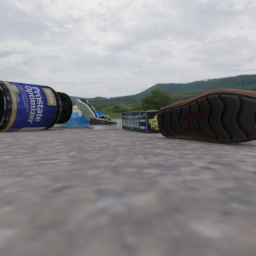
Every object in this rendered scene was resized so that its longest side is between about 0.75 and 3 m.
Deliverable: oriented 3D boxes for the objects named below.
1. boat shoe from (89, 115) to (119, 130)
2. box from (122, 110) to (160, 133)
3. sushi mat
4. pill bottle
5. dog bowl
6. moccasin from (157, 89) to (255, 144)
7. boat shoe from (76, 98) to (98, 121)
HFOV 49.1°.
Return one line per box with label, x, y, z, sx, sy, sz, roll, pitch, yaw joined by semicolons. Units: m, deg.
boat shoe;-0.854;-0.214;10.544;0.595;0.536;1.682;1;3;28
box;1.251;-0.277;9.715;2.338;0.677;2.942;-2;3;-16
sushi mat;-2.788;-0.536;12.743;2.956;0.179;1.414;-1;47;-30
pill bottle;-3.442;-0.739;9.857;1.653;1.653;2.956;2;3;34
dog bowl;-2.043;-0.394;12.218;1.945;0.482;1.084;-2;23;-22
moccasin;1.773;-0.184;5.575;1.104;1.046;2.860;-11;-2;-28
boat shoe;-1.656;-0.814;11.914;0.564;0.599;1.669;-12;35;-29
